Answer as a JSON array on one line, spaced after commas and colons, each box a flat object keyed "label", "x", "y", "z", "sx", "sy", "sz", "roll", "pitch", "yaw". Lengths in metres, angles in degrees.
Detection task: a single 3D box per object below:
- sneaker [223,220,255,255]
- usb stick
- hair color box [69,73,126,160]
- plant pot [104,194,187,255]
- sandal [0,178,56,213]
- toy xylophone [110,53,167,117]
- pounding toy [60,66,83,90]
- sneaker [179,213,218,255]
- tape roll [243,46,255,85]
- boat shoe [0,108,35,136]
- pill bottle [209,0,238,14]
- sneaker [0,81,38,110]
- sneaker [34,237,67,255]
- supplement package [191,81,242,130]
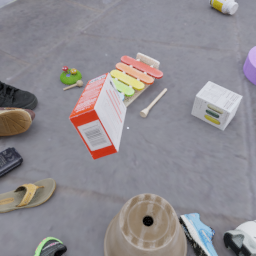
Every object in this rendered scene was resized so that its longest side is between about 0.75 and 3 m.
[{"label": "sneaker", "x": 3.293, "y": 2.973, "z": 5.403, "sx": 1.258, "sy": 1.053, "sz": 2.843, "roll": -20, "pitch": 50, "yaw": -19}, {"label": "usb stick", "x": -3.937, "y": 1.346, "z": 7.175, "sx": 2.501, "sy": 0.408, "sz": 0.693, "roll": -35, "pitch": 57, "yaw": -25}, {"label": "hair color box", "x": -0.453, "y": -0.264, "z": 4.849, "sx": 0.484, "sy": 0.839, "sz": 1.513, "roll": -18, "pitch": 27, "yaw": 17}, {"label": "plant pot", "x": 0.361, "y": 2.191, "z": 5.720, "sx": 1.844, "sy": 1.600, "sz": 1.844, "roll": -1, "pitch": 51, "yaw": 1}, {"label": "sandal", "x": -2.579, "y": 1.640, "z": 6.912, "sx": 1.606, "sy": 0.434, "sz": 0.645, "roll": -14, "pitch": 52, "yaw": -12}, {"label": "toy xylophone", "x": 0.197, "y": -1.412, "z": 9.277, "sx": 1.921, "sy": 0.659, "sz": 2.624, "roll": 23, "pitch": 55, "yaw": 17}, {"label": "pounding toy", "x": -2.003, "y": -1.848, "z": 9.765, "sx": 0.769, "sy": 0.462, "sz": 0.996, "roll": -13, "pitch": 51, "yaw": -10}, {"label": "sneaker", "x": 1.728, "y": 2.465, "z": 6.178, "sx": 0.634, "sy": 0.553, "sz": 1.410, "roll": -18, "pitch": 53, "yaw": -18}, {"label": "tape roll", "x": 5.171, "y": -2.169, "z": 9.926, "sx": 1.931, "sy": 0.634, "sz": 1.931, "roll": -1, "pitch": 50, "yaw": 1}, {"label": "boat shoe", "x": -4.016, "y": -0.188, "z": 8.272, "sx": 2.561, "sy": 0.924, "sz": 0.922, "roll": -10, "pitch": 20, "yaw": 4}, {"label": "pill bottle", "x": 4.371, "y": -5.670, "z": 12.761, "sx": 0.686, "sy": 0.686, "sz": 1.225, "roll": -27, "pitch": 56, "yaw": -21}, {"label": "sneaker", "x": -4.348, "y": -1.261, "z": 8.618, "sx": 2.843, "sy": 1.483, "sz": 0.854, "roll": 5, "pitch": 52, "yaw": 5}, {"label": "sneaker", "x": -1.734, "y": 3.024, "z": 5.673, "sx": 0.663, "sy": 0.607, "sz": 1.582, "roll": 10, "pitch": 52, "yaw": 13}, {"label": "supplement package", "x": 2.683, "y": -0.682, "z": 8.551, "sx": 1.115, "sy": 0.846, "sz": 0.840, "roll": 31, "pitch": 57, "yaw": 23}]
